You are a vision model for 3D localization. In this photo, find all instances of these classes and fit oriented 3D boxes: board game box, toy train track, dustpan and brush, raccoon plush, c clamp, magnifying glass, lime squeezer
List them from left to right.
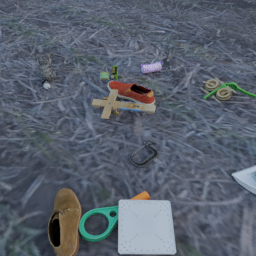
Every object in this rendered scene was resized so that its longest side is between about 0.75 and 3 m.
[{"bbox_3d":[-3.833,-2.769,13.222,0.818,1.133,1.691,-17,44,-19],"label":"raccoon plush"},{"bbox_3d":[-0.349,2.437,8.017,2.238,0.251,0.891,-23,46,-25],"label":"magnifying glass"},{"bbox_3d":[-0.183,-0.824,11.416,2.634,0.429,1.511,7,58,17],"label":"toy train track"},{"bbox_3d":[0.484,0.862,9.883,1.056,0.167,1.236,33,49,25],"label":"c clamp"},{"bbox_3d":[0.479,2.676,7.608,1.479,0.191,1.479,1,48,-3],"label":"board game box"},{"bbox_3d":[4.484,-1.654,12.631,2.348,0.443,0.829,-2,74,-3],"label":"lime squeezer"},{"bbox_3d":[4.416,1.788,8.454,1.501,0.616,2.151,-15,44,-16],"label":"dustpan and brush"}]

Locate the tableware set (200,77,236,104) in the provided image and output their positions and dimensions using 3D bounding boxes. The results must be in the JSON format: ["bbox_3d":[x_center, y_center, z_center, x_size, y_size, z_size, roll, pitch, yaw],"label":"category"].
[{"bbox_3d":[4.006,-1.779,12.497,0.953,0.289,1.442,-33,48,-4],"label":"tableware set"}]

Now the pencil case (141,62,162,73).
[{"bbox_3d":[1.177,-3.038,14.042,1.069,0.457,0.448,-16,39,-15],"label":"pencil case"}]

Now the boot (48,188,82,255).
[{"bbox_3d":[-1.755,2.380,7.590,0.794,0.814,2.156,-21,40,3],"label":"boot"}]

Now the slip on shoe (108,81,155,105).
[{"bbox_3d":[0.130,-1.670,12.273,2.385,0.730,0.883,25,46,28],"label":"slip on shoe"}]

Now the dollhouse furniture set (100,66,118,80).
[{"bbox_3d":[-0.949,-2.685,13.646,0.895,0.449,0.586,-2,41,-2],"label":"dollhouse furniture set"}]
